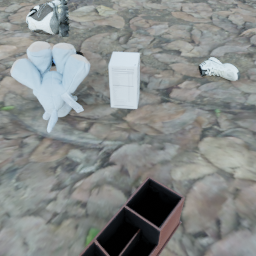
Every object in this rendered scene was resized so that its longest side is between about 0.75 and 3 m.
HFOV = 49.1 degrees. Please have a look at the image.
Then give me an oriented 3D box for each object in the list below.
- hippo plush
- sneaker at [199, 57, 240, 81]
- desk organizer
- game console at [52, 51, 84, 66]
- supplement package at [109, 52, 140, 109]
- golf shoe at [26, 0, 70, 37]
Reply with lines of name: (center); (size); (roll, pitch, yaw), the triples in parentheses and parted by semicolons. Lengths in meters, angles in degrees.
hippo plush: (-1.888, -1.144, 7.968); (1.880, 1.898, 2.361); (-34, 81, -9)
sneaker: (3.182, -1.972, 10.107); (0.917, 0.602, 1.595); (-29, 42, -16)
desk organizer: (-0.007, 2.200, 5.162); (0.940, 1.009, 2.621); (27, 49, 26)
game console: (-2.409, -2.681, 11.067); (1.389, 0.167, 0.820); (-16, 45, -15)
supplement package: (-0.085, -1.472, 8.736); (0.880, 1.547, 0.847); (5, 43, 5)
golf shoe: (-2.357, -3.345, 8.280); (1.222, 1.005, 2.586); (-5, 27, -10)
